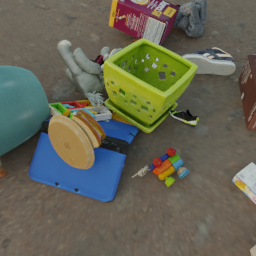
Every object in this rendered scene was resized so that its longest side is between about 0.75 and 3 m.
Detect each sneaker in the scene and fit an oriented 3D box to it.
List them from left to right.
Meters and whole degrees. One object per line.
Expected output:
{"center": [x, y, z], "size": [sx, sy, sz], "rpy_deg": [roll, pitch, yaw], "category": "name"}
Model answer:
{"center": [1.909, -0.434, 9.464], "size": [1.159, 0.480, 0.416], "rpy_deg": [33, 21, 37], "category": "sneaker"}
{"center": [3.274, -2.821, 11.723], "size": [2.330, 0.914, 0.925], "rpy_deg": [8, 57, -8], "category": "sneaker"}

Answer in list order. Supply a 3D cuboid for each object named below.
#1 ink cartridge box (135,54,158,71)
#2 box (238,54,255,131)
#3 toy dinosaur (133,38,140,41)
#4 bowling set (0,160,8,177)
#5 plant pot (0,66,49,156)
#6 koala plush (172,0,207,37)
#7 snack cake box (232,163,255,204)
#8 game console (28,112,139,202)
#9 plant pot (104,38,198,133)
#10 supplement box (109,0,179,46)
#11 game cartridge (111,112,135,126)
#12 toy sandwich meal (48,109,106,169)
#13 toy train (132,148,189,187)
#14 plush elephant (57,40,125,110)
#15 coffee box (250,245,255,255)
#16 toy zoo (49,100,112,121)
{"center": [0.859, -2.728, 11.916], "size": [1.092, 0.460, 0.789], "rpy_deg": [34, 59, 23], "category": "ink cartridge box"}
{"center": [4.848, -1.320, 10.275], "size": [1.016, 1.357, 2.711], "rpy_deg": [4, 51, 4], "category": "box"}
{"center": [0.611, -4.299, 13.203], "size": [0.849, 0.434, 0.576], "rpy_deg": [-18, 68, -39], "category": "toy dinosaur"}
{"center": [-4.203, 1.357, 8.642], "size": [0.980, 0.756, 1.409], "rpy_deg": [24, 76, -8], "category": "bowling set"}
{"center": [-3.972, -0.683, 9.004], "size": [2.287, 2.850, 2.850], "rpy_deg": [-28, 57, -33], "category": "plant pot"}
{"center": [2.626, -5.214, 13.399], "size": [1.875, 1.723, 1.663], "rpy_deg": [15, 42, 37], "category": "koala plush"}
{"center": [3.949, 1.782, 8.431], "size": [0.770, 0.450, 1.339], "rpy_deg": [-28, 58, -22], "category": "snack cake box"}
{"center": [-1.380, 0.753, 9.343], "size": [2.926, 1.731, 2.497], "rpy_deg": [15, 23, 11], "category": "game console"}
{"center": [0.618, -1.345, 9.576], "size": [2.344, 2.127, 2.333], "rpy_deg": [34, 50, 17], "category": "plant pot"}
{"center": [0.696, -5.017, 12.575], "size": [2.600, 1.342, 1.702], "rpy_deg": [26, 51, 6], "category": "supplement box"}
{"center": [-0.021, -0.506, 10.403], "size": [1.029, 0.167, 0.907], "rpy_deg": [20, 55, 12], "category": "game cartridge"}
{"center": [-1.489, 0.300, 8.023], "size": [1.972, 1.972, 0.675], "rpy_deg": [31, 46, 22], "category": "toy sandwich meal"}
{"center": [1.040, 1.427, 8.632], "size": [1.661, 0.703, 0.961], "rpy_deg": [-33, 72, -23], "category": "toy train"}
{"center": [-1.017, -2.171, 10.345], "size": [2.083, 2.216, 2.690], "rpy_deg": [-33, 66, -13], "category": "plush elephant"}
{"center": [4.730, 3.526, 6.619], "size": [2.921, 1.166, 1.651], "rpy_deg": [-1, 52, -1], "category": "coffee box"}
{"center": [-1.575, -0.602, 9.844], "size": [2.174, 0.222, 1.426], "rpy_deg": [-11, 32, -37], "category": "toy zoo"}
